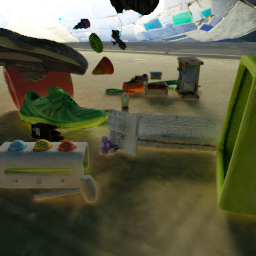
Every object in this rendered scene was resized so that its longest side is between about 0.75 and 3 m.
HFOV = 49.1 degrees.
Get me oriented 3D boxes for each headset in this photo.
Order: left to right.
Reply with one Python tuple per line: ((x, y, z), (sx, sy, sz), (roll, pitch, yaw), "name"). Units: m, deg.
((0.151, -3.274, 7.354), (1.449, 2.347, 1.103), (17, -15, 30), "headset")

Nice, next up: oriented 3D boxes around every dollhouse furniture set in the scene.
((-0.465, -0.712, 9.094), (1.148, 0.814, 0.909), (-4, 21, -9), "dollhouse furniture set")
((1.827, -2.122, 11.760), (2.197, 1.549, 1.540), (0, 21, -2), "dollhouse furniture set")

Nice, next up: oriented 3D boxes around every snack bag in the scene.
((-0.136, 0.102, 6.706), (0.957, 1.015, 0.109), (16, 17, 40), "snack bag")

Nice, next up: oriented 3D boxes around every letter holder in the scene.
((-2.140, 0.098, 7.576), (0.782, 0.393, 0.556), (15, 24, 34), "letter holder")

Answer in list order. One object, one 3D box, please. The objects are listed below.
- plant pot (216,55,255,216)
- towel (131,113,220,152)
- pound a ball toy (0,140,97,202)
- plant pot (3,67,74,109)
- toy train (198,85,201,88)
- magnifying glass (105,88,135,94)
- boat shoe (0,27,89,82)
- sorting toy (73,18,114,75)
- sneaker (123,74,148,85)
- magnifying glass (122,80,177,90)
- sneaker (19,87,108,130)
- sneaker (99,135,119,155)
((2.876, 0.136, 4.895), (2.153, 2.373, 2.361), (13, 23, 11), "plant pot")
((1.079, 0.089, 7.547), (2.647, 0.456, 1.754), (4, 23, 9), "towel")
((-1.524, 0.715, 5.324), (1.968, 0.836, 1.283), (0, 21, 1), "pound a ball toy")
((-3.295, -1.693, 10.170), (1.940, 2.193, 2.193), (-21, 28, -26), "plant pot")
((2.936, -1.882, 13.033), (0.865, 0.241, 0.650), (5, 13, 15), "toy train")
((-0.368, -1.635, 12.477), (1.342, 0.150, 0.534), (7, 22, 17), "magnifying glass")
((-2.167, -1.595, 6.497), (2.495, 0.914, 0.929), (16, 27, -4), "boat shoe")
((-1.184, -2.486, 8.972), (0.678, 1.968, 0.682), (-34, 19, -23), "sorting toy")
((0.352, -2.254, 13.488), (1.545, 0.577, 0.623), (-20, 28, -40), "sneaker")
((1.191, -1.990, 12.992), (2.948, 0.330, 1.173), (-7, 8, -16), "magnifying glass")
((-1.954, -0.583, 8.066), (2.839, 1.186, 1.051), (8, 5, 19), "sneaker")
((-0.452, 0.435, 6.908), (0.454, 0.289, 0.796), (5, 28, -3), "sneaker")
